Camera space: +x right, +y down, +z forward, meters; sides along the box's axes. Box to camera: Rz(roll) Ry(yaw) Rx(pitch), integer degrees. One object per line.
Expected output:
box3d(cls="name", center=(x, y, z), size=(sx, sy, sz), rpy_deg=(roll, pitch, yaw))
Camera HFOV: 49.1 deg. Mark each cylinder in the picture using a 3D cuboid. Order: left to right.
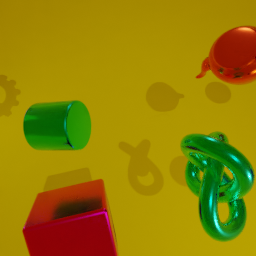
box3d(cls="cylinder", center=(-1.333, -0.038, 5.394), size=(0.945, 0.945, 0.945), rpy_deg=(-2, 59, 21))

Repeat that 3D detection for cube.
box3d(cls="cube", center=(-0.874, 1.770, 4.724), size=(1.245, 1.245, 1.245), rpy_deg=(-12, 103, -5))

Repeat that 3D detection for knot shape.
box3d(cls="knot shape", center=(1.279, 0.661, 4.144), size=(0.800, 1.620, 1.731), rpy_deg=(-14, 51, 5))

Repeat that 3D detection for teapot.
box3d(cls="teapot", center=(2.117, -1.308, 5.400), size=(1.842, 0.902, 1.145), rpy_deg=(-10, 66, 30))
